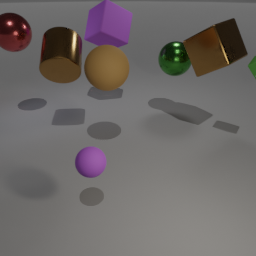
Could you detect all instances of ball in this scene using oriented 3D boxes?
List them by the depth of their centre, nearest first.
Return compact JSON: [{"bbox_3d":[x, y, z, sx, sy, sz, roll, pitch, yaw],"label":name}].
[{"bbox_3d":[-0.835,0.764,6.285,0.700,0.700,0.700,0,28,0],"label":"ball"},{"bbox_3d":[-0.655,-1.859,8.698,1.400,1.400,1.400,0,28,0],"label":"ball"},{"bbox_3d":[-4.327,-3.569,10.483,1.400,1.400,1.400,0,28,0],"label":"ball"},{"bbox_3d":[1.950,-2.853,11.573,1.400,1.400,1.400,0,28,0],"label":"ball"}]

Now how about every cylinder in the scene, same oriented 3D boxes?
[{"bbox_3d":[-2.315,-2.516,9.771,1.400,1.400,1.400,-2,63,-3],"label":"cylinder"}]

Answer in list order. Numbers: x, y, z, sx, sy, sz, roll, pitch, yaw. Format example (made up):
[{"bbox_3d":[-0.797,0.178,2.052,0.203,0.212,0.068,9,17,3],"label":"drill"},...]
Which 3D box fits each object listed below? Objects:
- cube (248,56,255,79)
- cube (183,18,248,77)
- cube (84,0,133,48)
[{"bbox_3d":[4.418,-1.998,8.962,0.700,0.700,0.700,-46,15,-34],"label":"cube"},{"bbox_3d":[3.100,-2.839,9.961,1.400,1.400,1.400,-29,9,-36],"label":"cube"},{"bbox_3d":[-0.845,-4.331,11.967,1.400,1.400,1.400,13,-7,-37],"label":"cube"}]
